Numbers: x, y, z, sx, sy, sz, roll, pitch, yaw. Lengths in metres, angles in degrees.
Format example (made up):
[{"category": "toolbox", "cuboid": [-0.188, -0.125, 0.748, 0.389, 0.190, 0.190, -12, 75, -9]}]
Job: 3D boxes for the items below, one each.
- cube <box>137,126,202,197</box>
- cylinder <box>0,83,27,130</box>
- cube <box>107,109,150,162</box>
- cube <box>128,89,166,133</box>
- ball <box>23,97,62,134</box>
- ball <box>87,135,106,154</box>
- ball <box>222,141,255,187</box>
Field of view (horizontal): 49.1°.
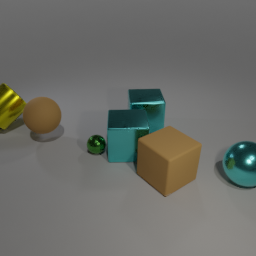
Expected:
[{"category": "cube", "cuboid": [1.249, 0.986, 8.798, 1.400, 1.400, 1.400, -21, 37, -32]}, {"category": "cylinder", "cuboid": [-5.079, -0.877, 11.451, 1.400, 1.400, 1.400, 29, 71, 39]}, {"category": "cube", "cuboid": [-0.011, 0.255, 10.020, 1.400, 1.400, 1.400, -1, 31, -2]}, {"category": "cube", "cuboid": [0.728, -0.723, 11.658, 1.400, 1.400, 1.400, -2, 31, -3]}, {"category": "ball", "cuboid": [-3.227, -0.478, 10.561, 1.400, 1.400, 1.400, 0, 31, 0]}, {"category": "ball", "cuboid": [-1.144, 0.587, 10.149, 0.700, 0.700, 0.700, 0, 31, 0]}, {"category": "ball", "cuboid": [3.645, 1.091, 8.617, 1.400, 1.400, 1.400, 0, 31, 0]}]
